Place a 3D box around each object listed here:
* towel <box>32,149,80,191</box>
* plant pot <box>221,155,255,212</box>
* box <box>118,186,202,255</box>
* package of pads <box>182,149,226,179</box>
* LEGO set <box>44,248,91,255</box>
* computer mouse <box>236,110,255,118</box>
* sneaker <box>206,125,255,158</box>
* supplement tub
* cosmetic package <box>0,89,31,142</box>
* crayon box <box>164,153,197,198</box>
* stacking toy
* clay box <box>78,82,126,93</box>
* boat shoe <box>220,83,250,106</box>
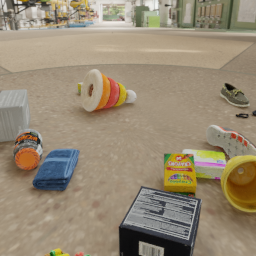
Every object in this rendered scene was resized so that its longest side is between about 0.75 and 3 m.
[{"bbox_3d":[-1.803,0.986,7.189,0.874,0.380,1.565,0,25,2],"label":"towel"},{"bbox_3d":[2.602,1.097,6.196,1.146,1.146,1.078,4,10,8],"label":"plant pot"},{"bbox_3d":[0.615,1.771,5.012,1.220,0.752,1.210,9,26,19],"label":"box"},{"bbox_3d":[1.967,0.924,7.315,1.136,0.387,0.877,5,25,10],"label":"package of pads"},{"bbox_3d":[-0.382,2.274,3.603,1.247,1.009,2.710,-10,26,-20],"label":"LEGO set"},{"bbox_3d":[4.802,-0.590,10.824,1.387,0.236,0.407,-8,27,-15],"label":"computer mouse"},{"bbox_3d":[3.168,0.388,8.094,0.837,0.788,2.044,-3,25,-22],"label":"sneaker"},{"bbox_3d":[-2.722,0.577,7.651,0.743,0.743,1.213,-7,26,-15],"label":"supplement tub"},{"bbox_3d":[-4.792,-0.354,9.001,2.997,1.351,1.601,-4,29,-13],"label":"cosmetic package"},{"bbox_3d":[1.211,1.115,6.569,0.728,0.291,1.147,0,46,6],"label":"crayon box"},{"bbox_3d":[-0.666,-1.400,11.616,2.293,1.676,1.676,7,18,-34],"label":"stacking toy"},{"bbox_3d":[-1.222,-1.822,13.177,2.135,0.508,1.226,21,32,38],"label":"clay box"},{"bbox_3d":[4.684,-1.470,12.318,0.699,0.585,1.957,-4,25,-9],"label":"boat shoe"}]
